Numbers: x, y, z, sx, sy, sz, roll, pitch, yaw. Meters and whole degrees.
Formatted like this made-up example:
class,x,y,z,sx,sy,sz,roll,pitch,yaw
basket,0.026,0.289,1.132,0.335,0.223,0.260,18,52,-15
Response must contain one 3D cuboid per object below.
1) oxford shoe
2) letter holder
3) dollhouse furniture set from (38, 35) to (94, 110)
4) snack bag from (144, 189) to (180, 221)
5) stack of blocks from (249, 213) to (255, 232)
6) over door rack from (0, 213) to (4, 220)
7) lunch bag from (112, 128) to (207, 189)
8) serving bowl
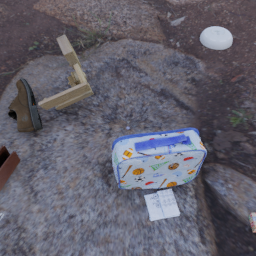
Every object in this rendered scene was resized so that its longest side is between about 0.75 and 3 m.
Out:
class,x,y,z,sx,sy,sz,roll,pitch,yaw
oxford shoe,-4.202,-0.966,11.006,1.149,0.989,2.721,-17,53,-12
letter holder,-4.389,1.274,9.105,0.785,1.110,1.562,14,52,11
dollhouse furniture set,-2.734,-2.061,11.122,1.874,2.187,2.300,-25,83,-1
snack bag,1.049,2.409,8.836,0.972,0.104,0.916,-9,52,-7
stack of blocks,4.151,2.832,8.390,0.885,0.259,0.510,0,51,-1
over door rack,-4.111,2.828,8.338,0.621,0.280,0.841,19,75,15
lunch bag,0.951,0.941,8.613,2.853,2.286,1.078,-8,52,-6
serving bowl,4.546,-4.703,14.306,1.662,0.547,1.662,0,52,0
